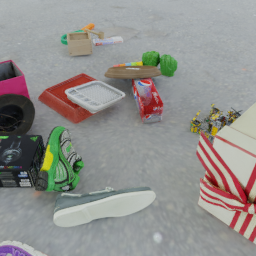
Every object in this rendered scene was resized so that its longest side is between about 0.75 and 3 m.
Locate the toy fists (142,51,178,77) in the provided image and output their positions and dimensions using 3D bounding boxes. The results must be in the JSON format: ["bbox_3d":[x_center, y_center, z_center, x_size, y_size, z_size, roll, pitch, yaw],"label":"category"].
[{"bbox_3d":[1.444,-3.015,12.801,1.763,0.899,0.606,22,44,25],"label":"toy fists"}]

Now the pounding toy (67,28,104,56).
[{"bbox_3d":[-2.172,-4.512,14.684,1.924,0.880,1.690,-7,39,-9],"label":"pounding toy"}]

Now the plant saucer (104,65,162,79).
[{"bbox_3d":[0.201,-2.376,11.776,2.411,0.355,2.411,-1,18,0],"label":"plant saucer"}]

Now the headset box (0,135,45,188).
[{"bbox_3d":[-3.236,0.886,8.062,1.364,0.727,1.566,0,39,0],"label":"headset box"}]

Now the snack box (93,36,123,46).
[{"bbox_3d":[-1.114,-4.889,15.706,1.608,0.196,0.578,-11,40,-13],"label":"snack box"}]

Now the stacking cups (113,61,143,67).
[{"bbox_3d":[-0.001,-2.840,13.063,1.343,0.406,0.406,-8,39,-3],"label":"stacking cups"}]

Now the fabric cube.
[{"bbox_3d":[-4.569,-1.329,10.176,1.563,1.558,1.533,-23,45,-27],"label":"fabric cube"}]

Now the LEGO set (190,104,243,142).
[{"bbox_3d":[2.957,-0.366,9.419,1.697,0.983,1.305,-22,44,-25],"label":"LEGO set"}]

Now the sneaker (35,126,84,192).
[{"bbox_3d":[-1.850,0.894,7.946,1.141,1.045,2.678,16,28,-16],"label":"sneaker"}]

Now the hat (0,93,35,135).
[{"bbox_3d":[-3.868,-0.217,9.347,1.841,0.743,1.841,0,64,1],"label":"hat"}]

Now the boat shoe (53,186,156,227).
[{"bbox_3d":[-0.586,1.722,6.886,2.494,0.908,0.771,-12,44,-6],"label":"boat shoe"}]

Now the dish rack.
[{"bbox_3d":[-1.159,-1.102,10.042,1.565,0.397,1.824,29,37,27],"label":"dish rack"}]

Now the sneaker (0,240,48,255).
[{"bbox_3d":[-2.018,2.859,5.649,1.787,0.721,0.746,15,47,17],"label":"sneaker"}]

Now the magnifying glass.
[{"bbox_3d":[-2.847,-5.566,16.469,1.188,0.334,2.984,16,40,19],"label":"magnifying glass"}]

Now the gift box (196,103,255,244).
[{"bbox_3d":[3.225,0.923,6.343,2.725,2.953,2.758,27,47,36],"label":"gift box"}]

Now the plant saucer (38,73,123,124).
[{"bbox_3d":[-1.886,-1.359,11.083,2.473,0.455,2.478,31,47,32],"label":"plant saucer"}]

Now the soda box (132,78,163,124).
[{"bbox_3d":[0.686,-1.175,10.572,0.733,0.809,2.311,-6,39,-8],"label":"soda box"}]
